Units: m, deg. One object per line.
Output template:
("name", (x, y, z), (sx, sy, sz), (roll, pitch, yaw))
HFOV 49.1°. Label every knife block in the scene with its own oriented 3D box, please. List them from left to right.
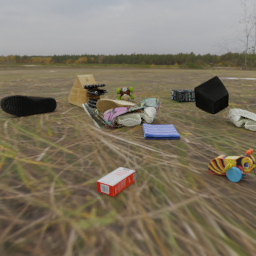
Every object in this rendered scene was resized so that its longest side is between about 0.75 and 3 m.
("knife block", (-2.037, -1.424, 14.699), (0.915, 2.512, 2.861), (-9, -27, -34))

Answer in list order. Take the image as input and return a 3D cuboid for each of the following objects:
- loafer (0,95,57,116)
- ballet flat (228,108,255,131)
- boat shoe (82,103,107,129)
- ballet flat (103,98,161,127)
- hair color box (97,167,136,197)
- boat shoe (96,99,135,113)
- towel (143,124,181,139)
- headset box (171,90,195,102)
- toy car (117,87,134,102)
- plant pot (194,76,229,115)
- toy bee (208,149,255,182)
("loafer", (-4.662, -1.039, 13.048), (2.574, 0.939, 0.918), (0, 8, -41))
("ballet flat", (4.478, -0.265, 10.539), (0.718, 0.718, 2.002), (-10, 18, -32))
("boat shoe", (-0.919, -0.364, 7.692), (0.279, 0.935, 0.334), (-35, 37, 0))
("ballet flat", (0.350, -0.480, 11.061), (2.748, 0.950, 0.978), (-14, 39, -29))
("hair color box", (-0.235, 1.132, 5.986), (0.437, 0.264, 0.862), (9, 19, 32))
("boat shoe", (-0.426, -0.914, 12.826), (2.017, 0.744, 0.698), (12, 14, 8))
("towel", (1.151, 0.086, 9.998), (1.209, 0.199, 1.670), (1, 15, -1))
("headset box", (3.398, -1.929, 16.648), (1.314, 0.610, 1.144), (-3, 15, -13))
("toy car", (-0.144, -1.774, 15.852), (0.922, 0.886, 1.123), (-7, 26, 2))
("plant pot", (3.420, -1.213, 11.212), (1.104, 1.107, 0.982), (-29, 47, -7))
("toy bee", (2.538, 0.799, 6.299), (1.406, 0.764, 0.921), (6, 15, 20))
